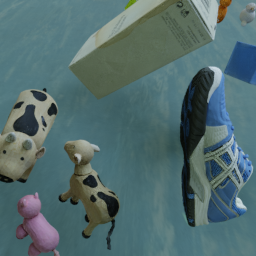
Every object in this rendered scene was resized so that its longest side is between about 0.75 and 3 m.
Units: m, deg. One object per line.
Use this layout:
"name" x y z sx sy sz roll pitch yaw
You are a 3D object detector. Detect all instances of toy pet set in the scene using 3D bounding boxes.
"toy pet set" 2.976 -2.117 6.357 2.248 2.099 1.194 22 19 9

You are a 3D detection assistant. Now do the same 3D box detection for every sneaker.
"sneaker" 1.049 0.249 3.396 0.759 1.972 0.746 -3 18 4

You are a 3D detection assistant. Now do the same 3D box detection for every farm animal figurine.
"farm animal figurine" -1.195 0.327 3.494 2.274 1.186 2.249 14 44 -31

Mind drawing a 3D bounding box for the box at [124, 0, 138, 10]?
"box" 1.434 -4.174 8.028 1.820 2.985 0.711 -9 69 -40

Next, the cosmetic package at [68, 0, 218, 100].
"cosmetic package" 0.238 -1.647 5.099 2.557 0.935 1.324 -21 34 36
